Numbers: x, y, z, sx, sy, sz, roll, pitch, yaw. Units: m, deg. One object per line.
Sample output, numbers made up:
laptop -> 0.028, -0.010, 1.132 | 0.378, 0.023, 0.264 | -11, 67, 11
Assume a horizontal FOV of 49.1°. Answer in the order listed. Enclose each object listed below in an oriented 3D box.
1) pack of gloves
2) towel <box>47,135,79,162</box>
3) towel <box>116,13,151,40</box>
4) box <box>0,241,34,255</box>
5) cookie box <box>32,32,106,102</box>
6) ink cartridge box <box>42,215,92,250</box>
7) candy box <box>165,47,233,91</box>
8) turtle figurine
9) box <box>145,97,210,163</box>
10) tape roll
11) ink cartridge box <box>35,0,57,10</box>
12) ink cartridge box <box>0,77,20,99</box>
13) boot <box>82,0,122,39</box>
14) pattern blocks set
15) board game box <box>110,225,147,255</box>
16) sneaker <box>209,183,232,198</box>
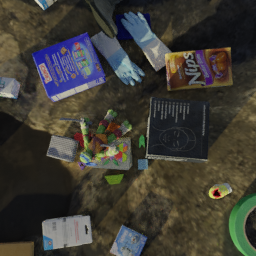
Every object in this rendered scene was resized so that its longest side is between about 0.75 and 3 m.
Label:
pack of gloves -> 0.167, -3.263, 11.223 | 2.317, 0.544, 2.758 | -38, 86, 2
towel -> -2.490, 0.770, 10.614 | 1.064, 0.455, 0.881 | 13, 90, 2
towel -> 0.223, -4.230, 11.731 | 1.463, 0.362, 1.080 | -4, 86, -1
box -> -4.541, 5.576, 9.843 | 2.362, 0.307, 2.889 | -2, 79, -1
cookie box -> -2.298, -2.382, 11.077 | 2.314, 0.870, 1.979 | -22, 80, -4
ink cartridge box -> -2.129, 3.706, 10.064 | 1.690, 0.573, 0.980 | -7, 79, -1
candy box -> 2.753, -2.278, 11.001 | 2.478, 0.700, 1.446 | -6, 94, 1
turtle figurine -> -0.857, 0.161, 9.965 | 1.628, 2.262, 2.194 | 14, 45, 32
box -> 1.776, 0.114, 10.354 | 2.121, 1.337, 2.157 | 5, 79, 2
tape roll -> 4.942, 3.601, 10.086 | 2.438, 0.586, 2.438 | 0, 80, 0
ink cartridge box -> -3.441, -5.724, 11.930 | 1.092, 0.460, 0.797 | -41, 82, -7
ink cartridge box -> -4.861, -1.597, 11.041 | 0.895, 0.657, 0.654 | 7, 79, 2
boot -> -0.625, -5.072, 11.332 | 1.887, 0.978, 2.888 | -28, 65, -5
pattern blocks set -> -0.613, 0.959, 10.774 | 2.702, 0.219, 2.375 | -12, 79, -2
board game box -> 0.029, 4.220, 10.146 | 1.017, 0.222, 1.022 | 24, 80, 6
sneaker -> 2.935, 2.132, 9.289 | 0.505, 1.118, 0.437 | -24, 72, -22
